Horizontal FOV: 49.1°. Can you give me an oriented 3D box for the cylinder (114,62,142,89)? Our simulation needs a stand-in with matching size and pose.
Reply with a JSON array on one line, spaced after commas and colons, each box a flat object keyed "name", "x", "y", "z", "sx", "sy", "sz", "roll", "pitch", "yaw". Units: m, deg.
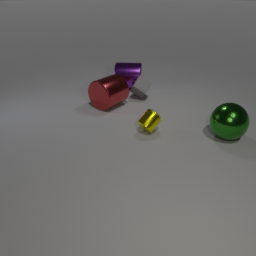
[{"name": "cylinder", "x": 0.028, "y": -2.834, "z": 15.201, "sx": 1.400, "sy": 1.400, "sz": 1.400, "roll": 2, "pitch": 28, "yaw": 5}]

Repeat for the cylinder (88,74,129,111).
[{"name": "cylinder", "x": -0.898, "y": -1.685, "z": 13.067, "sx": 1.400, "sy": 1.400, "sz": 1.400, "roll": 22, "pitch": 36, "yaw": 34}]

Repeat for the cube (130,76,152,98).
[{"name": "cube", "x": 0.627, "y": -2.031, "z": 13.912, "sx": 0.700, "sy": 0.700, "sz": 0.700, "roll": 31, "pitch": 72, "yaw": -7}]

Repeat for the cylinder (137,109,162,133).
[{"name": "cylinder", "x": 0.837, "y": -0.269, "z": 10.921, "sx": 0.700, "sy": 0.700, "sz": 0.700, "roll": -50, "pitch": 46, "yaw": -10}]

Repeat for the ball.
[{"name": "ball", "x": 3.750, "y": -0.245, "z": 10.386, "sx": 1.400, "sy": 1.400, "sz": 1.400, "roll": 0, "pitch": 28, "yaw": 0}]
